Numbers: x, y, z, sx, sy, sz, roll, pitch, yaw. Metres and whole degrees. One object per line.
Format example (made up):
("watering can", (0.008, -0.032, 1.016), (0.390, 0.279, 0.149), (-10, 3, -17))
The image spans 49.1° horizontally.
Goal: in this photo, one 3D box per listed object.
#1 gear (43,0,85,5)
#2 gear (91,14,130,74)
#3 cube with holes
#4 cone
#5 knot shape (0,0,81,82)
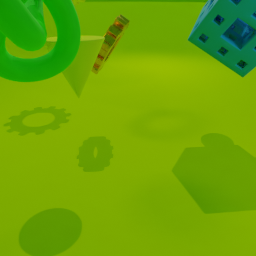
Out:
("gear", (-2.069, -3.808, 7.805), (1.738, 0.321, 1.738), (2, 9, 0))
("gear", (-0.438, -1.845, 6.243), (0.251, 1.359, 1.359), (33, 27, -7))
("cube with holes", (2.294, -2.202, 5.517), (1.389, 1.389, 1.389), (32, 54, -6))
("cone", (-0.808, -0.916, 4.380), (0.933, 0.937, 0.933), (-1, 23, 0))
("knot shape", (-1.005, -1.210, 2.886), (0.828, 1.676, 1.791), (15, 42, 5))
